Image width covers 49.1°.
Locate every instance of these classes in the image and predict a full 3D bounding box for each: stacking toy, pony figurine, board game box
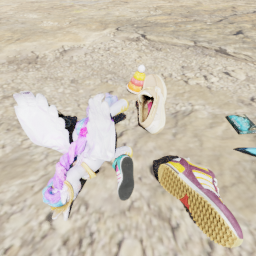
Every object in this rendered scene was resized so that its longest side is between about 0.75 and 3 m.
[{"bbox_3d":[0.420,-1.863,10.436,0.781,1.069,0.781,10,36,-7],"label":"stacking toy"},{"bbox_3d":[-0.862,0.270,5.802,2.176,2.523,2.614,9,29,26],"label":"pony figurine"},{"bbox_3d":[3.518,-0.123,8.618,0.641,0.133,0.948,-4,33,-4],"label":"board game box"}]

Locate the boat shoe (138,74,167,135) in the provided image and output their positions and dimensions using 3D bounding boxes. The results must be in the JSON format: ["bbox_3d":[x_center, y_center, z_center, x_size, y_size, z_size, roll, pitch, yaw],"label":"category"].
[{"bbox_3d":[0.667,-0.871,8.419,0.740,0.788,2.139,27,48,-35],"label":"boat shoe"}]

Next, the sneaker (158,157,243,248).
[{"bbox_3d":[1.531,1.274,5.422,0.929,0.773,2.063,-17,45,-30],"label":"sneaker"}]

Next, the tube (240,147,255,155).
[{"bbox_3d":[3.700,0.674,6.955,1.677,0.423,0.649,11,-6,8],"label":"tube"}]

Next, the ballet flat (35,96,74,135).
[{"bbox_3d":[-2.475,-0.455,8.509,0.842,0.580,2.500,-13,33,-41],"label":"ballet flat"}]

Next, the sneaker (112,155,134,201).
[{"bbox_3d":[-0.125,1.041,6.178,0.413,0.989,0.597,2,8,-16],"label":"sneaker"}]
